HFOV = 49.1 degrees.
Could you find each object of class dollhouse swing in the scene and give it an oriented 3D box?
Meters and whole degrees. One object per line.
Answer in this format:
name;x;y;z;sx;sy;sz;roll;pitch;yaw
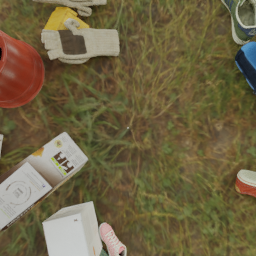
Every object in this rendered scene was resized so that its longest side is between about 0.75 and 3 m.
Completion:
dollhouse swing;-2.051;-3.254;9.398;1.033;0.999;1.136;24;88;42

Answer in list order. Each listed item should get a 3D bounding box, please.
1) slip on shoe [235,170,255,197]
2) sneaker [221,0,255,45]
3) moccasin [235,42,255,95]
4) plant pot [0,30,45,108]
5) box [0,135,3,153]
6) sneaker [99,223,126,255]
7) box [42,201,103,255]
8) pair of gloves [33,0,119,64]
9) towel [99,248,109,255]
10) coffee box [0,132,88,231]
slip on shoe;4.556;2.002;8.940;2.384;0.883;0.730;15;116;-2
sneaker;3.642;-4.052;8.959;0.847;1.134;2.527;-14;88;-1
moccasin;4.556;-1.417;8.950;1.185;1.004;2.945;-31;89;-9
plant pot;-3.973;-1.890;8.293;2.351;2.286;2.351;0;87;0
box;-5.560;0.828;8.659;2.688;1.310;1.672;8;88;0
sneaker;-0.429;3.587;8.823;0.475;0.660;1.263;-23;93;-41
box;-1.526;3.143;8.169;1.070;2.013;1.532;-13;83;1
pair of gloves;-1.676;-3.507;8.973;2.473;0.510;2.908;-15;92;-22
towel;-0.923;4.484;9.107;0.916;0.136;1.249;-42;86;-3
coffee box;-2.298;1.307;6.863;2.420;1.384;0.964;-39;86;-29
